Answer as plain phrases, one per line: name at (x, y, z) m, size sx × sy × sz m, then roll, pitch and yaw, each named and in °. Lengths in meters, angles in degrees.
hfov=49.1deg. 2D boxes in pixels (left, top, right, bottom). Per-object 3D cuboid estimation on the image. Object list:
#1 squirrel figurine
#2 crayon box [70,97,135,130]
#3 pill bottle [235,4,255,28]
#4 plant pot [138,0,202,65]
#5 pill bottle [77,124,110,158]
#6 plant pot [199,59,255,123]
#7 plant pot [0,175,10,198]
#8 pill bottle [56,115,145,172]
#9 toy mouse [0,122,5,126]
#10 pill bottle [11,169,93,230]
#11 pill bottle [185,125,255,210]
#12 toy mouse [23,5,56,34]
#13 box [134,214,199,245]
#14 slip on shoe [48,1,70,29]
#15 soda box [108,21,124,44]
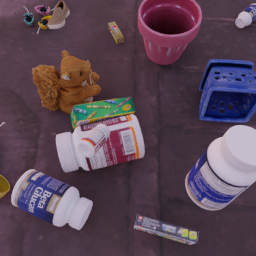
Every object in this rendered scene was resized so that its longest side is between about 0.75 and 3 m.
squirrel figurine at (-2.384, -1.670, 10.765) m, size 2.671 × 2.493 × 1.890 m, roll -1°, pitch 65°, yaw 0°
crayon box at (-0.981, -0.538, 10.607) m, size 2.216 × 1.316 × 0.646 m, roll -11°, pitch 80°, yaw -18°
pill bottle at (5.792, -5.388, 13.532) m, size 1.264 × 0.702 × 0.702 m, roll -41°, pitch 71°, yaw -17°
plant pot at (1.654, -4.052, 12.016) m, size 2.539 × 2.273 × 2.539 m, roll 0°, pitch 64°, yaw -1°
pill bottle at (-0.957, 0.339, 8.054) m, size 0.563 × 0.563 × 1.027 m, roll 26°, pitch 41°, yaw 12°
plant pot at (3.907, -1.523, 11.037) m, size 2.042 × 2.042 × 1.836 m, roll 3°, pitch 57°, yaw 1°
plant pot at (-4.898, 2.175, 9.816) m, size 1.151 × 1.151 × 0.817 m, roll 42°, pitch 99°, yaw 18°
pill bottle at (-0.990, 0.600, 10.150) m, size 2.906 × 1.659 × 1.659 m, roll -13°, pitch 65°, yaw -6°
toy mouse at (-6.395, 0.241, 10.921) m, size 2.994 × 0.579 × 2.660 m, roll -36°, pitch 70°, yaw -16°
pill bottle at (-2.498, 2.451, 9.432) m, size 2.436 × 1.353 × 1.353 m, roll 21°, pitch 66°, yaw 9°
pill bottle at (2.586, 1.103, 7.439) m, size 1.410 × 2.437 × 1.410 m, roll 7°, pitch 52°, yaw -9°
toy mouse at (-4.438, -5.471, 13.746) m, size 1.744 × 0.380 × 1.962 m, roll 30°, pitch 68°, yaw 13°
box at (1.201, 3.331, 9.175) m, size 1.987 × 1.093 × 0.345 m, roll 14°, pitch 65°, yaw 7°
slip on shoe at (-2.661, -4.327, 10.711) m, size 0.646 × 0.515 × 1.699 m, roll 2°, pitch 44°, yaw 12°
soda box at (-0.576, -4.521, 13.301) m, size 0.350 × 0.370 × 1.093 m, roll -22°, pitch 67°, yaw -10°
